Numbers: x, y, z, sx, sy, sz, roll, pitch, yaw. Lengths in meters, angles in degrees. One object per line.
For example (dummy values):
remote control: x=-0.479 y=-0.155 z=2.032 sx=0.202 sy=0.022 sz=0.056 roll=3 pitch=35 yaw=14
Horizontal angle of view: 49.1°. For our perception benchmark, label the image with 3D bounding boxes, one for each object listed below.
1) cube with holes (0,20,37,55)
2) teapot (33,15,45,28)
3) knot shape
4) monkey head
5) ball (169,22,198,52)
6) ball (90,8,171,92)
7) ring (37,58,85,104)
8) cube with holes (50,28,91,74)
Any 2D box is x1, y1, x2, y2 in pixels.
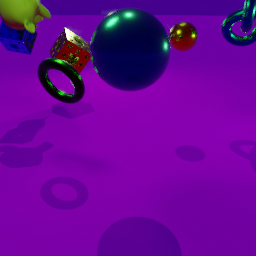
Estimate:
cube with holes: x=-3.417 y=-2.879 z=8.688 sx=0.789 sy=0.789 sz=0.789 roll=11 pitch=-15 yaw=3
teapot: x=-3.271 y=-3.767 z=9.531 sx=0.914 sy=0.719 sz=1.469 roll=-7 pitch=31 yaw=30
knot shape: x=3.383 y=-2.991 z=7.703 sx=1.848 sy=1.729 sz=0.854 roll=-16 pitch=68 yaw=-34
monkey head: x=-2.859 y=-3.169 z=7.759 sx=1.798 sy=1.083 sz=1.293 roll=36 pitch=5 yaw=29
ball: x=1.525 y=-2.515 z=7.718 sx=0.787 sy=0.787 sz=0.787 roll=0 pitch=24 yaw=0
ball: x=0.040 y=-1.315 z=4.802 sx=1.371 sy=1.371 sz=1.371 roll=0 pitch=24 yaw=0
ring: x=-1.464 y=-1.009 z=6.135 sx=1.158 sy=1.158 sz=0.232 roll=11 pitch=48 yaw=23
cube with holes: x=-2.202 y=-2.897 z=10.799 sx=1.127 sy=1.127 sz=1.127 roll=25 pitch=29 yaw=-35
